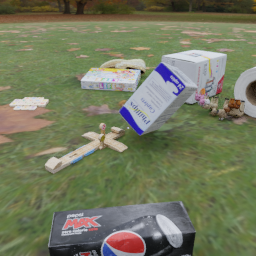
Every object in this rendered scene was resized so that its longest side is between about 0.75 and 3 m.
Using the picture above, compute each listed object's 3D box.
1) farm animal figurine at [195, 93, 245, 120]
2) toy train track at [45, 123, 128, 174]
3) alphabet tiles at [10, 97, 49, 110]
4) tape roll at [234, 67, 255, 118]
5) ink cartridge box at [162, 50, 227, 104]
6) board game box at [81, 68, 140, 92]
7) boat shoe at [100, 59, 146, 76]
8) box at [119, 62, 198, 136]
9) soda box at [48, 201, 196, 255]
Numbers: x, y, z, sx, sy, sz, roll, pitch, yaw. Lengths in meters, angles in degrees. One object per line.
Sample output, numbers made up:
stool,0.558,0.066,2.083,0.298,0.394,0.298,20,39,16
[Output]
farm animal figurine,3.003,-0.660,9.301,1.490,0.749,1.203,14,10,34
toy train track,-1.014,0.399,7.294,1.484,0.421,2.588,18,31,34
alphabet tiles,-3.687,-0.934,10.485,1.311,0.096,1.282,0,25,1
tape roll,4.603,-1.271,9.327,1.166,1.698,1.698,-21,33,-38
ink cartridge box,2.572,-2.099,11.146,2.229,1.619,1.612,-22,33,-38
board game box,-0.724,-2.196,12.576,2.368,0.405,1.592,4,33,9
boat shoe,-0.241,-2.846,13.682,2.278,0.843,0.756,-9,57,0
box,0.840,-0.760,7.455,0.897,1.710,1.573,47,21,13
soda box,-0.090,1.674,4.294,2.092,0.662,0.740,-4,25,-7
